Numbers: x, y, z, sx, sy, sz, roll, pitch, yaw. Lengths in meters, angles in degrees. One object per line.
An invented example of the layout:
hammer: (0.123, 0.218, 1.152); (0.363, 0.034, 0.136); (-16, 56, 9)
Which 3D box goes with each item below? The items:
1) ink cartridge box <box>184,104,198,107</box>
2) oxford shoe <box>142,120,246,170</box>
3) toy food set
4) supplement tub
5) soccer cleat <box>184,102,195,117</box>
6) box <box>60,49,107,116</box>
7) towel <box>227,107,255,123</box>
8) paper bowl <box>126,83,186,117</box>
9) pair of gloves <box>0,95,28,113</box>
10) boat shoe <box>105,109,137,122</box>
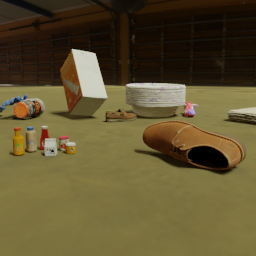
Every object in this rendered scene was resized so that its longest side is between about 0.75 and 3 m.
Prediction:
ink cartridge box: (3.770, -1.351, 16.870); (0.794, 0.167, 0.474); (2, 10, -6)
oxford shoe: (1.225, 0.365, 6.163); (2.425, 0.865, 0.864); (10, 21, 38)
toy food set: (-2.029, 0.279, 6.946); (1.474, 0.663, 0.704); (-1, 11, -3)
supplement tub: (-4.409, -0.861, 12.484); (0.843, 0.843, 1.376); (2, 11, 12)
soccer cleat: (2.900, -0.890, 13.279); (0.520, 0.597, 1.560); (2, 10, 8)
box: (-2.063, -2.025, 12.712); (1.220, 2.504, 1.557); (1, -29, -36)
towel: (5.573, -0.531, 11.891); (2.595, 0.447, 1.719); (-8, 15, -37)
paper bowl: (1.291, -1.339, 13.273); (2.816, 1.465, 2.816); (0, 11, 0)
pair of gloves: (-5.498, -0.949, 12.492); (2.285, 0.260, 1.837); (-24, 4, -7)
boat shoe: (-0.257, -0.552, 11.743); (1.475, 0.502, 0.531); (-7, 13, -34)
